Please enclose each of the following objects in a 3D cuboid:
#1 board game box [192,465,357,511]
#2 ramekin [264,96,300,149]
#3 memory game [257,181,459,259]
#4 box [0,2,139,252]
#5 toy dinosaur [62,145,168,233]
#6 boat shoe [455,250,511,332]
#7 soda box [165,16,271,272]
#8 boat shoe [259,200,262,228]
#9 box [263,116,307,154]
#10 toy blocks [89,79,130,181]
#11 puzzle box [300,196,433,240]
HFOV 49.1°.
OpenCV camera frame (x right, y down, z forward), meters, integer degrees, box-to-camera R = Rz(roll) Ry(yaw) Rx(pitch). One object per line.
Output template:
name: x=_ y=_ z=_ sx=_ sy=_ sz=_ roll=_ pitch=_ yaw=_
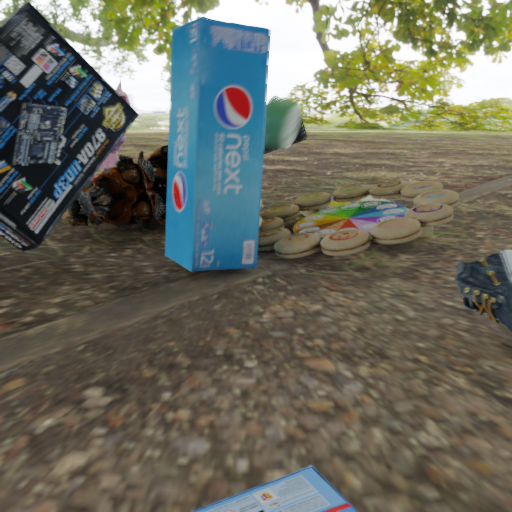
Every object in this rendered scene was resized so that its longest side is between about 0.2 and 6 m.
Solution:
board game box: x=0.192 y=1.671 z=2.334 sx=1.316 sy=0.318 sz=1.739 roll=-9 pitch=18 yaw=-28
ramekin: x=0.378 y=-2.026 z=8.616 sx=0.387 sy=0.793 sz=0.793 roll=18 pitch=20 yaw=16
memory game: x=1.566 y=-0.734 z=9.698 sx=3.742 sy=0.238 sz=3.742 roll=-11 pitch=19 yaw=4
box: x=-3.541 y=-1.971 z=8.596 sx=0.692 sy=2.392 sz=3.009 roll=-6 pitch=48 yaw=48
toy dinosaur: x=-1.836 y=-1.487 z=11.083 sx=2.773 sy=2.087 sz=4.085 roll=-8 pitch=30 yaw=37
boat shoe: x=2.565 y=0.514 z=5.994 sx=0.688 sy=0.536 sz=1.516 roll=-15 pitch=28 yaw=21
soda box: x=-0.582 y=-1.487 z=7.853 sx=1.045 sy=3.258 sz=1.105 roll=-2 pitch=13 yaw=-28
boat shoe: x=-0.273 y=-0.729 z=9.687 sx=0.656 sy=0.566 sz=1.799 roll=-37 pitch=19 yaw=24
box: x=0.374 y=-2.067 z=9.504 sx=0.912 sy=0.476 sz=0.675 roll=-18 pitch=8 yaw=6
toy blocks: x=-3.638 y=-2.211 z=11.800 sx=2.436 sy=2.704 sz=2.894 roll=6 pitch=13 yaw=38
puzzle box: x=2.066 y=-0.803 z=11.140 sx=1.804 sy=0.345 sz=2.711 roll=-3 pitch=16 yaw=-10
